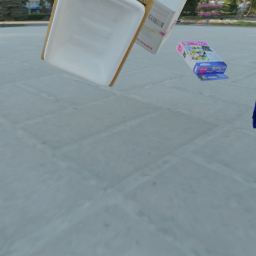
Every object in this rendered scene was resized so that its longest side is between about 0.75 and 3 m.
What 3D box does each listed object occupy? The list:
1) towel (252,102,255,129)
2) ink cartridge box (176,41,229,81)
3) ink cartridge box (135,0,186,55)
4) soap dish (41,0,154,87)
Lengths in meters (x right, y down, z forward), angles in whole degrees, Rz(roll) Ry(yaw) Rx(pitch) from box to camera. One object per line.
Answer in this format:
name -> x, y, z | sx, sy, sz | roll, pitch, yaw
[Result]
towel -> 2.952, -0.409, 5.243 | 1.160, 0.856, 0.287 | -9, 50, 2
ink cartridge box -> 2.277, -2.085, 8.509 | 1.014, 0.357, 1.700 | -7, 51, -19
ink cartridge box -> 0.736, -4.059, 9.801 | 1.910, 2.643, 1.119 | 34, 72, 2
soap dish -> -0.876, -2.578, 7.247 | 2.148, 2.730, 1.109 | 20, 42, -14
